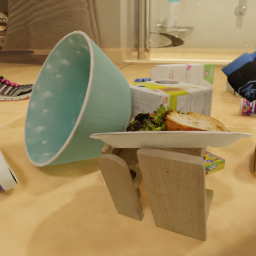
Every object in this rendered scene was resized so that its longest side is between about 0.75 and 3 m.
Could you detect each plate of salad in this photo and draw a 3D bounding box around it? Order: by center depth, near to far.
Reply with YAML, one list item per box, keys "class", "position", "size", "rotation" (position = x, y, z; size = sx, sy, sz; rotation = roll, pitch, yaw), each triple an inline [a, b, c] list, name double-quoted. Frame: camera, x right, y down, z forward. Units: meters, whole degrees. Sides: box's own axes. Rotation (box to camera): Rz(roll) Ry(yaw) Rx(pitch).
- class: "plate of salad"
  position: [0.580, 0.023, 4.060]
  size: [2.267, 0.545, 2.267]
  rotation: [-1, -4, 0]

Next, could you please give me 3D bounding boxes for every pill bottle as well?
- class: "pill bottle"
  position: [4.435, -0.686, 9.733]
  size: [1.027, 0.572, 0.572]
  rotation: [8, 21, 22]

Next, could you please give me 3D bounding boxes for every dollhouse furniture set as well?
- class: "dollhouse furniture set"
  position: [0.476, 0.202, 4.497]
  size: [1.949, 1.670, 2.050]
  rotation: [8, 46, 25]

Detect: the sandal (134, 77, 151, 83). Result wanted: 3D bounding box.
- class: "sandal"
  position: [1.390, -2.031, 12.680]
  size: [2.271, 0.989, 0.903]
  rotation: [7, -15, 8]

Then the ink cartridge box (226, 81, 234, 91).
- class: "ink cartridge box"
  position: [5.515, -2.217, 12.320]
  size: [1.486, 0.586, 2.987]
  rotation: [1, -6, 0]

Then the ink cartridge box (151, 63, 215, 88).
- class: "ink cartridge box"
  position: [1.954, -1.692, 11.006]
  size: [2.734, 1.601, 0.920]
  rotation: [-6, 18, -19]

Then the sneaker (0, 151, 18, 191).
- class: "sneaker"
  position: [-3.508, 0.770, 5.312]
  size: [1.950, 1.073, 2.663]
  rotation: [-35, 50, -27]

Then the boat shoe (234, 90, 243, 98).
- class: "boat shoe"
  position: [5.594, -1.655, 12.540]
  size: [1.640, 0.606, 0.495]
  rotation: [-7, 23, 6]

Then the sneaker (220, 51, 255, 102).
- class: "sneaker"
  position: [2.714, -1.135, 5.971]
  size: [2.275, 0.886, 0.798]
  rotation: [-26, -7, -46]

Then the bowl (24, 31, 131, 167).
- class: "bowl"
  position: [-1.022, -0.483, 6.384]
  size: [1.547, 2.957, 2.957]
  rotation: [17, 6, -37]

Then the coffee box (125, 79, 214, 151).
- class: "coffee box"
  position: [0.901, -0.255, 6.910]
  size: [1.598, 1.616, 1.614]
  rotation: [-12, 23, -31]

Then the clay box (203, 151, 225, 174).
- class: "clay box"
  position: [1.540, 0.784, 6.056]
  size: [0.979, 0.233, 0.563]
  rotation: [-10, 21, -29]

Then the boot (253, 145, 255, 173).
- class: "boot"
  position: [3.740, 0.535, 5.966]
  size: [1.753, 0.821, 2.256]
  rotation: [14, 20, 34]

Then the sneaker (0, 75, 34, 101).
- class: "sneaker"
  position: [-5.361, -1.829, 12.024]
  size: [2.761, 1.208, 1.019]
  rotation: [-5, 20, -13]
